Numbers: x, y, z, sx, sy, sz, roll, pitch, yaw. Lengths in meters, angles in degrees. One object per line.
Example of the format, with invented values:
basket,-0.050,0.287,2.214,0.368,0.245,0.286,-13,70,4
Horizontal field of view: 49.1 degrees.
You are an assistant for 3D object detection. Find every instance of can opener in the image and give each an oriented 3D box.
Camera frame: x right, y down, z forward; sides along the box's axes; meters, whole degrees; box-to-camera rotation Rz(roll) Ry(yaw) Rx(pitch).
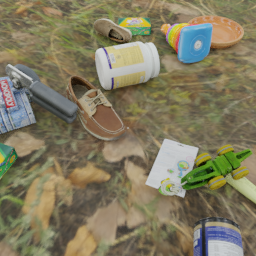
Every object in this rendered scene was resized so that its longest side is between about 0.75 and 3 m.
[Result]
can opener,-2.744,-1.275,9.160,2.858,0.762,0.955,32,52,8

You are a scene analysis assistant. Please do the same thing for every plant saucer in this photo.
plant saucer,3.986,-4.418,12.975,2.550,0.477,2.550,1,48,-1

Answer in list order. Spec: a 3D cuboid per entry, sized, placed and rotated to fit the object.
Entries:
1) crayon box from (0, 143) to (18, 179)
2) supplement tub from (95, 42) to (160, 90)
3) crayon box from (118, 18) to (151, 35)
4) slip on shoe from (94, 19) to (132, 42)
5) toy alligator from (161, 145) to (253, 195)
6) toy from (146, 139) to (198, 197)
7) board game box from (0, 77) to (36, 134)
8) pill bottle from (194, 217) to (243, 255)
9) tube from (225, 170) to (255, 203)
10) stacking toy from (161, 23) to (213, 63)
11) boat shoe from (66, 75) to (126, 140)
crayon box,-4.002,1.139,7.819,0.968,0.475,1.630,15,49,13
supplement tub,-0.037,-2.320,10.314,2.082,1.513,1.513,-14,49,-13
crayon box,0.306,-4.858,13.389,1.527,0.445,0.907,-1,47,-1
slip on shoe,-0.801,-4.408,12.806,1.993,0.758,0.604,29,45,15
toy alligator,2.021,1.175,7.247,2.700,0.649,0.895,-18,60,-13
toy,1.253,1.141,7.851,1.033,0.423,1.794,16,43,15
board game box,-4.091,-0.979,9.613,2.356,0.727,2.358,-21,51,-18
pill bottle,1.881,2.909,5.816,1.028,1.028,1.839,7,49,6
tube,3.300,1.743,7.304,0.476,0.426,1.640,-32,55,-25
stacking toy,2.210,-3.983,12.137,1.573,1.488,2.711,-16,38,-21
boat shoe,-1.169,-0.713,9.133,1.123,1.065,2.965,-32,55,-26
